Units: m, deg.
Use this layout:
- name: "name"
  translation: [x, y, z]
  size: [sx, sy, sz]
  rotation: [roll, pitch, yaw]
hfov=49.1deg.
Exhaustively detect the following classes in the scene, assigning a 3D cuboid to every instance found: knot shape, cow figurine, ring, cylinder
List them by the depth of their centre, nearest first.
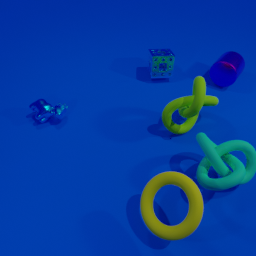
- name: "ring"
  translation: [0.853, 1.556, 5.664]
  size: [1.347, 0.269, 1.347]
  rotation: [-11, 69, 30]
- name: "knot shape"
  translation: [2.166, 0.842, 6.425]
  size: [1.611, 0.744, 1.508]
  rotation: [27, 46, 9]
- name: "knot shape"
  translation: [1.754, -0.672, 7.575]
  size: [1.708, 1.598, 0.789]
  rotation: [-33, 69, -21]
- name: "cow figurine"
  translation: [-2.304, -0.575, 8.225]
  size: [0.942, 0.525, 0.957]
  rotation: [-38, 70, -5]
- name: "cylinder"
  translation: [3.314, -1.971, 9.356]
  size: [0.906, 0.906, 0.906]
  rotation: [27, 48, 23]

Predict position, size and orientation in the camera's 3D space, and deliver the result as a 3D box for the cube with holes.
- name: "cube with holes"
  translation: [1.115, -2.217, 9.592]
  size: [0.766, 0.766, 0.766]
  rotation: [-3, 33, -6]
